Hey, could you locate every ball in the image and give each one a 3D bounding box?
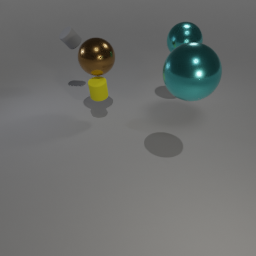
[{"bbox_3d":[1.540,-1.347,6.780,1.400,1.400,1.400,0,32,0],"label":"ball"},{"bbox_3d":[2.234,-3.456,11.065,1.400,1.400,1.400,0,32,0],"label":"ball"},{"bbox_3d":[-1.180,-2.670,10.526,1.400,1.400,1.400,0,32,0],"label":"ball"}]

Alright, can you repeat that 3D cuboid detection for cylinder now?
[{"bbox_3d":[-1.134,-1.499,10.701,0.700,0.700,0.700,-3,44,3],"label":"cylinder"},{"bbox_3d":[-2.503,-3.919,12.198,0.700,0.700,0.700,-21,49,27],"label":"cylinder"}]
